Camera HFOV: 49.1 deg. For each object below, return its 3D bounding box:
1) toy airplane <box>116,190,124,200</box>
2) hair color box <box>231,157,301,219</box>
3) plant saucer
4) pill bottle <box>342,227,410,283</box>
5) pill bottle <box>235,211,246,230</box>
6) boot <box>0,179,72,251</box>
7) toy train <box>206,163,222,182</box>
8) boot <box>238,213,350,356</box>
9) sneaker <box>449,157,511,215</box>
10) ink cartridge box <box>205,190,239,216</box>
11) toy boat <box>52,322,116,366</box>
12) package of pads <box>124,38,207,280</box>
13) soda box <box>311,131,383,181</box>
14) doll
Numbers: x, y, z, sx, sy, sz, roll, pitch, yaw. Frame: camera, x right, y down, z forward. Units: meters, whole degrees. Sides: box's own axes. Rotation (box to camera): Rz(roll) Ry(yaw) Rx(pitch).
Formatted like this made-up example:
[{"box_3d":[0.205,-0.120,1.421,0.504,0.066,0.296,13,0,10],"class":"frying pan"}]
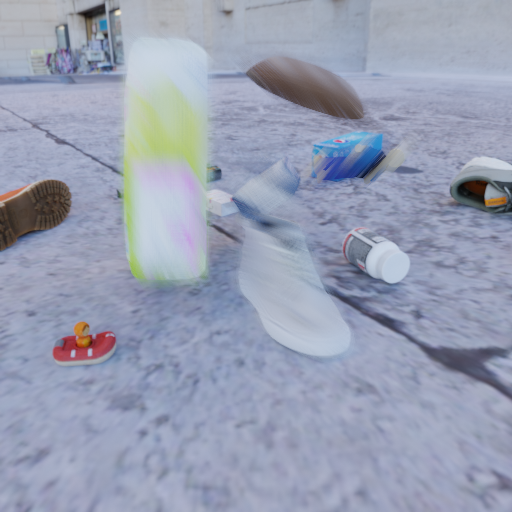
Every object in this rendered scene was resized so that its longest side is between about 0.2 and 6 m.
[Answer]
[{"box_3d":[-2.280,-1.533,13.238,2.101,0.387,2.101,3,26,-1],"class":"toy airplane"},{"box_3d":[0.229,-1.184,9.796,0.918,0.556,1.836,-32,9,15],"class":"hair color box"},{"box_3d":[0.685,-2.231,7.363,1.649,0.302,1.649,21,6,-2],"class":"plant saucer"},{"box_3d":[1.974,-0.008,9.289,0.653,0.653,1.126,-10,25,-22],"class":"pill bottle"},{"box_3d":[-0.111,-0.609,10.323,0.347,0.347,0.581,14,-12,30],"class":"pill bottle"},{"box_3d":[-4.915,-0.902,11.095,1.424,0.996,2.656,6,24,26],"class":"boot"},{"box_3d":[-1.393,-2.156,14.740,1.021,0.435,0.582,-19,39,-39],"class":"toy train"},{"box_3d":[0.422,0.256,7.841,0.984,1.279,2.676,-11,25,-24],"class":"boot"},{"box_3d":[5.744,-1.286,11.864,3.374,1.247,1.338,14,35,44],"class":"sneaker"},{"box_3d":[-0.845,-1.197,12.541,0.550,0.319,0.944,-18,30,-36],"class":"ink cartridge box"},{"box_3d":[-2.140,1.049,6.968,0.766,0.501,0.500,-3,23,-8],"class":"toy boat"},{"box_3d":[-1.421,-1.327,8.311,1.089,3.192,2.466,-1,6,-15],"class":"package of pads"},{"box_3d":[2.579,-2.839,15.681,0.849,0.898,2.647,17,28,34],"class":"soda box"},{"box_3d":[1.448,-1.293,7.862,1.237,0.844,0.300,-5,61,13],"class":"doll"}]
